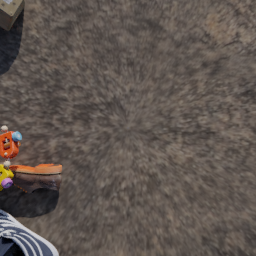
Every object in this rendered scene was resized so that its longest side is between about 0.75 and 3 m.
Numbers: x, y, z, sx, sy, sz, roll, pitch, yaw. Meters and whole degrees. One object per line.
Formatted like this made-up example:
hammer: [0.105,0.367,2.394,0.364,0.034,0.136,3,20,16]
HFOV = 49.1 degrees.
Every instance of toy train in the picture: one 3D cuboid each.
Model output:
toy train: [-3.262,0.897,6.753,1.939,0.539,1.456,-24,68,12]

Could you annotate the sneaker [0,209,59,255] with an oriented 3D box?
sneaker: [-2.976,2.471,6.153,2.820,1.530,0.988,21,76,12]

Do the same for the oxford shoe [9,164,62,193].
oxford shoe: [-2.673,1.318,7.094,1.978,0.705,0.721,-2,90,4]

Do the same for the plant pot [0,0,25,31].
plant pot: [-3.437,-3.450,7.753,0.976,0.866,0.978,33,78,-32]
